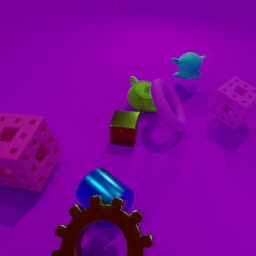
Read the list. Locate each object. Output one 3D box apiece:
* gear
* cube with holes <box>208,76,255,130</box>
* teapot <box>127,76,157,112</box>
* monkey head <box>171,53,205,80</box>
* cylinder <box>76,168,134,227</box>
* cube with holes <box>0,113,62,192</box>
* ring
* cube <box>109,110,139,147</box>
[{"bbox_3d":[-0.486,2.331,5.435,1.952,0.361,1.952,-3,72,10],"label":"gear"},{"bbox_3d":[3.290,-0.777,8.638,0.984,0.984,0.984,-34,60,-29],"label":"cube with holes"},{"bbox_3d":[0.597,-1.084,9.441,1.109,0.874,1.784,-24,62,-30],"label":"teapot"},{"bbox_3d":[2.132,-2.262,10.280,1.550,0.934,1.115,-12,12,-31],"label":"monkey head"},{"bbox_3d":[-0.531,1.587,6.502,0.986,0.986,0.986,33,51,31],"label":"cylinder"},{"bbox_3d":[-2.742,0.594,7.091,1.343,1.343,1.343,5,49,17],"label":"cube with holes"},{"bbox_3d":[1.262,-0.718,8.657,0.357,1.784,1.784,-28,36,25],"label":"ring"},{"bbox_3d":[-0.096,0.004,8.423,0.759,0.759,0.759,7,43,8],"label":"cube"}]
